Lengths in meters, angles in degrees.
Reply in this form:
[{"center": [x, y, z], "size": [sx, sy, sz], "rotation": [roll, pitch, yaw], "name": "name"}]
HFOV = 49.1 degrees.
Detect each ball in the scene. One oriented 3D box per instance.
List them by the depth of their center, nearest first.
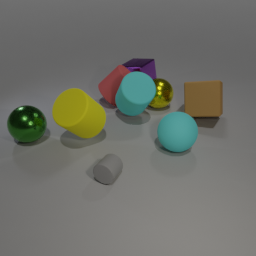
[{"center": [1.726, 0.132, 9.786], "size": [1.400, 1.400, 1.400], "rotation": [0, 30, 0], "name": "ball"}, {"center": [-3.743, -0.145, 10.416], "size": [1.400, 1.400, 1.400], "rotation": [0, 30, 0], "name": "ball"}, {"center": [1.408, -1.605, 12.987], "size": [1.400, 1.400, 1.400], "rotation": [0, 30, 0], "name": "ball"}]

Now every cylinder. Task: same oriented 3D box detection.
[{"center": [-0.608, 1.251, 8.636], "size": [0.700, 0.700, 0.700], "rotation": [13, 28, 21], "name": "cylinder"}, {"center": [-1.687, -0.483, 9.847], "size": [1.400, 1.400, 1.400], "rotation": [-7, 69, 20], "name": "cylinder"}, {"center": [0.279, -1.372, 11.476], "size": [1.400, 1.400, 1.400], "rotation": [4, 73, -11], "name": "cylinder"}, {"center": [-0.430, -1.975, 13.103], "size": [1.400, 1.400, 1.400], "rotation": [-39, 20, 22], "name": "cylinder"}]

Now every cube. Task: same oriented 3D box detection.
[{"center": [3.159, -1.210, 11.629], "size": [1.400, 1.400, 1.400], "rotation": [0, 6, 22], "name": "cube"}, {"center": [0.546, -2.786, 14.803], "size": [1.400, 1.400, 1.400], "rotation": [11, 35, 35], "name": "cube"}]
